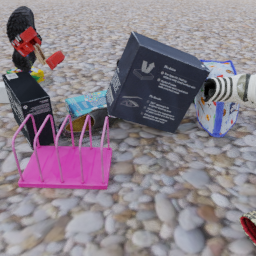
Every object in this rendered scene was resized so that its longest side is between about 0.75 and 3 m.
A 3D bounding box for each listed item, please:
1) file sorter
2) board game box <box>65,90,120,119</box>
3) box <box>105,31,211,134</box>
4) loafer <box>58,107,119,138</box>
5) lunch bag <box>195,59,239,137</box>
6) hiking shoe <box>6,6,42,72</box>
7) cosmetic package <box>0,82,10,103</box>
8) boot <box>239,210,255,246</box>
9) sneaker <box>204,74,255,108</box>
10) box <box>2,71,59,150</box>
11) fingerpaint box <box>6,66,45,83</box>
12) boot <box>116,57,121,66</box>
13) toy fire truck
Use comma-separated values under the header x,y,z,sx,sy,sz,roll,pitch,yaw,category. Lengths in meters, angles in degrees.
x,y,z,sx,sy,sz,roll,pitch,yaw,category
-1.904,0.612,8.636,2.652,1.663,1.843,1,33,2,file sorter
-1.244,-0.879,11.879,2.372,0.557,1.790,-15,37,-22,board game box
0.944,-1.584,10.244,2.734,2.780,1.632,15,30,-20,box
-1.314,-0.214,10.386,2.453,0.893,0.887,-23,6,-19,loafer
3.477,-1.199,10.892,1.619,2.222,2.614,1,32,10,lunch bag
-3.155,-2.850,8.697,0.810,2.139,1.077,19,46,-4,hiking shoe
-5.298,-1.612,12.750,1.502,0.848,0.610,-2,33,-1,cosmetic package
4.080,2.604,6.396,1.936,0.925,2.563,-16,36,-16,boot
3.263,-1.213,8.595,1.661,1.090,2.887,8,4,28,sneaker
-3.677,-0.756,10.462,1.075,1.924,2.726,-18,38,-27,box
-5.377,-2.769,14.735,1.541,0.565,1.286,26,41,33,fingerpaint box
0.772,-4.009,16.639,2.634,0.958,2.798,-2,25,11,boot
-2.432,-2.066,7.477,0.401,1.161,1.646,-49,27,-21,toy fire truck
